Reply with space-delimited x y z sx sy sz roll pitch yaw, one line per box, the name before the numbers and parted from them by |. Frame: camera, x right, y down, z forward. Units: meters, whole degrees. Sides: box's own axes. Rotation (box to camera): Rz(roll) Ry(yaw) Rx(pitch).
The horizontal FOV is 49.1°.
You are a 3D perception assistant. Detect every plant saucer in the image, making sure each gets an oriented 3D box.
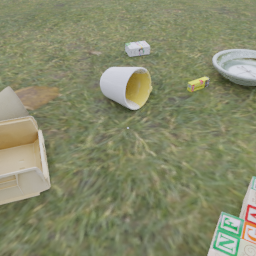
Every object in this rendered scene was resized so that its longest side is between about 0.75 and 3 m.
plant saucer | 4.338 -2.128 10.265 2.522 0.633 2.522 0 37 0

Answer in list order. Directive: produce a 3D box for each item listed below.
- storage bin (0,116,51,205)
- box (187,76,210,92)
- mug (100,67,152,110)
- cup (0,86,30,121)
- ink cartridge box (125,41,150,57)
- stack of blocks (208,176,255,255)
storage bin | -2.885 0.733 6.422 1.891 0.893 1.905 -12 39 -14
box | 2.465 -1.529 9.774 0.848 0.319 0.212 -19 42 -24
mug | -0.102 -1.285 9.006 1.333 1.624 1.301 20 74 36
cup | -3.342 -0.412 7.736 0.872 1.220 1.220 -34 49 -21
ink cartridge box | 0.414 -3.435 12.133 0.924 0.388 0.669 -12 40 -14
stack of blocks | 2.248 2.092 4.762 1.553 0.790 2.698 18 41 21
